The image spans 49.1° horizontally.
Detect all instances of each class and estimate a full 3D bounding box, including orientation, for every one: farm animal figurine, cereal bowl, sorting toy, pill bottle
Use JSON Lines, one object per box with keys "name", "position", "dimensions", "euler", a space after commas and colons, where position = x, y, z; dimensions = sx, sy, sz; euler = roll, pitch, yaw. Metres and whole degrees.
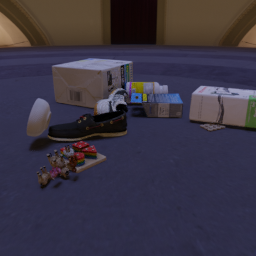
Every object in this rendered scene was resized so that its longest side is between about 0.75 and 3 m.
{"name": "farm animal figurine", "position": [-1.803, 1.028, 7.219], "dimensions": [1.091, 0.569, 1.079], "euler": [-20, 33, -15]}
{"name": "cereal bowl", "position": [-2.796, -0.297, 8.983], "dimensions": [0.516, 1.240, 1.240], "euler": [15, 19, -8]}
{"name": "sorting toy", "position": [-1.378, 0.775, 8.111], "dimensions": [1.070, 0.375, 1.077], "euler": [18, 28, 39]}
{"name": "pill bottle", "position": [0.914, -1.723, 13.706], "dimensions": [1.987, 1.036, 1.036], "euler": [1, 21, 2]}

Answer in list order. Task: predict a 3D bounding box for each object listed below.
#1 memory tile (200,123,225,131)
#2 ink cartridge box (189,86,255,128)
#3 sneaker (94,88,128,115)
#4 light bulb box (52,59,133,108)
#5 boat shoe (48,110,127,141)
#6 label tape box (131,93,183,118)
{"name": "memory tile", "position": [3.222, -0.045, 10.692], "dimensions": [0.833, 0.070, 0.639], "euler": [-11, 23, -25]}
{"name": "ink cartridge box", "position": [4.045, -0.917, 11.362], "dimensions": [2.709, 1.138, 1.971], "euler": [9, 20, 22]}
{"name": "sneaker", "position": [-0.427, -0.909, 12.010], "dimensions": [1.113, 0.961, 2.540], "euler": [17, 33, 17]}
{"name": "light bulb box", "position": [-1.677, -2.375, 14.228], "dimensions": [2.965, 1.867, 2.991], "euler": [11, 24, 27]}
{"name": "boat shoe", "position": [-1.398, -0.120, 9.824], "dimensions": [2.802, 0.878, 1.025], "euler": [-7, 23, -13]}
{"name": "label tape box", "position": [1.224, -1.027, 12.367], "dimensions": [2.178, 0.689, 1.570], "euler": [1, 21, 3]}
